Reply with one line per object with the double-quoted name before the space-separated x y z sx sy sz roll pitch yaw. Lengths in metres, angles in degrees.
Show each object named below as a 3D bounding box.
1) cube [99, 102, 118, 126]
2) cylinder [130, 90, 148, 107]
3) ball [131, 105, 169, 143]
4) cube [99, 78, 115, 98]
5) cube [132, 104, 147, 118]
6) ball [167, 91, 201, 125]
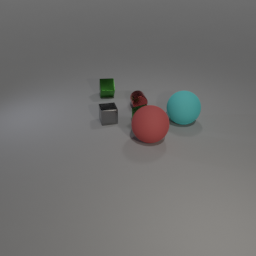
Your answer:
"cube" -0.832 -0.598 11.830 0.700 0.700 0.700 -7 31 -12
"cylinder" 0.497 -1.300 13.018 0.700 0.700 0.700 -5 31 -9
"ball" 0.827 -0.144 10.369 1.400 1.400 1.400 0 30 0
"cube" -1.049 -1.978 13.895 0.700 0.700 0.700 -4 68 -10
"cube" 0.626 -0.483 11.633 0.700 0.700 0.700 -16 34 -25
"ball" 2.301 -0.841 11.588 1.400 1.400 1.400 0 30 0
